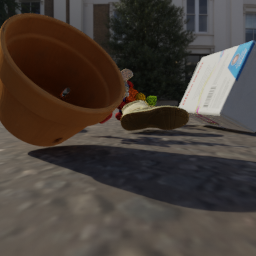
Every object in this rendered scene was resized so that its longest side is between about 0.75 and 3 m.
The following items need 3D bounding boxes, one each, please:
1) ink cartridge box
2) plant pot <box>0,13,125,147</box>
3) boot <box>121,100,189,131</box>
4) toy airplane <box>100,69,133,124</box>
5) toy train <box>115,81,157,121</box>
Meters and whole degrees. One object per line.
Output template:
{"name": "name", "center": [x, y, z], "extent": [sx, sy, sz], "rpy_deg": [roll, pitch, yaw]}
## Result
{"name": "ink cartridge box", "center": [2.927, -1.167, 8.528], "extent": [1.233, 2.105, 2.913], "rpy_deg": [25, 0, -14]}
{"name": "plant pot", "center": [-1.324, -0.671, 4.849], "extent": [2.111, 2.111, 1.478], "rpy_deg": [-5, -31, -47]}
{"name": "boot", "center": [0.705, -0.405, 7.928], "extent": [1.818, 0.662, 1.413], "rpy_deg": [-7, 17, 2]}
{"name": "toy airplane", "center": [-0.703, -0.777, 6.830], "extent": [1.511, 1.504, 1.066], "rpy_deg": [9, -24, 42]}
{"name": "toy train", "center": [0.388, -1.147, 10.715], "extent": [1.598, 1.169, 2.762], "rpy_deg": [14, -24, 5]}
